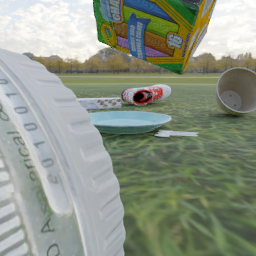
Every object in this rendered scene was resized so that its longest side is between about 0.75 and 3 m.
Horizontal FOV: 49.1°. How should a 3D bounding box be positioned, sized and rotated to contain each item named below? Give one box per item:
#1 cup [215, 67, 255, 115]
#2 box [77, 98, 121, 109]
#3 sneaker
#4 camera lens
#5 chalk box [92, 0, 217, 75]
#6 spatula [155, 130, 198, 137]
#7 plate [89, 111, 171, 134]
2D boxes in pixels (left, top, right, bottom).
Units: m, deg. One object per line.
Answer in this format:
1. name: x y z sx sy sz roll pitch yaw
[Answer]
1. cup: 4.123 -1.233 10.759 1.789 1.789 1.279 0 -15 1
2. box: -1.476 -1.100 12.639 2.356 0.456 0.488 -3 11 -17
3. sneaker: 1.215 -1.671 14.393 2.865 0.957 1.535 -8 14 -19
4. camera lens: -1.240 0.535 0.638 1.765 1.765 2.207 7 12 31
5. chalk box: 0.360 -2.862 6.306 2.934 1.819 1.831 26 61 15
6. spatula: 1.258 0.159 7.183 1.057 0.085 0.735 4 6 14
7. plate: -0.113 -0.168 8.135 2.720 0.347 2.720 0 10 0
